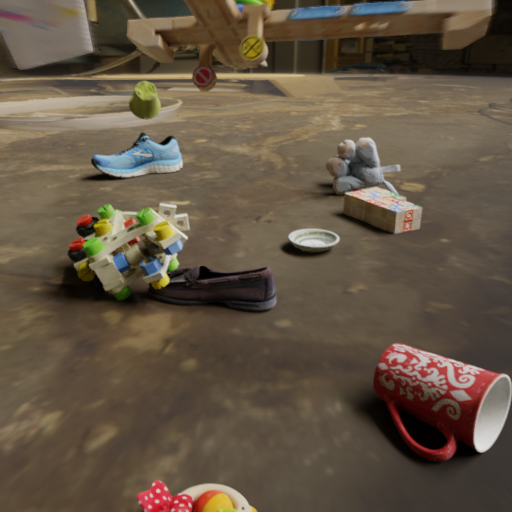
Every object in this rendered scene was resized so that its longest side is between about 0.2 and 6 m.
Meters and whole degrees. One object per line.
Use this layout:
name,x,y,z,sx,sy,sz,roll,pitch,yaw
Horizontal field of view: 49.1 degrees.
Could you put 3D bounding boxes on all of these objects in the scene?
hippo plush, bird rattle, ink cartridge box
hippo plush,2.331,-2.132,12.725,1.612,1.284,1.296,-1,23,0
bird rattle,-0.418,1.936,4.116,0.896,0.505,0.731,4,7,45
ink cartridge box,-1.442,-1.741,3.580,0.519,0.829,0.533,-23,62,-19

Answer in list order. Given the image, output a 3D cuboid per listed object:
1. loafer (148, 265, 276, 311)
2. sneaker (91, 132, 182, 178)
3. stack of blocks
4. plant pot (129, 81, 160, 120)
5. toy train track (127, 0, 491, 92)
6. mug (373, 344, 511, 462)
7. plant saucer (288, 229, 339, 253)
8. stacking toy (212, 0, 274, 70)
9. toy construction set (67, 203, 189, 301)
loafer,-0.607,0.329,7.627,1.819,0.573,0.654,6,23,13
sneaker,-3.032,-2.602,14.167,2.333,1.049,0.914,-13,26,-30
stack of blocks,2.485,-0.898,10.812,0.851,0.433,1.478,-12,25,-28
plant pot,-2.297,-3.268,11.592,0.659,0.659,0.606,-6,-15,-14
toy train track,0.480,-2.451,6.525,4.143,0.674,2.376,2,-4,14
mug,1.617,1.283,5.164,0.952,0.716,1.073,-17,25,-40
plant saucer,0.966,-0.222,9.455,0.855,0.215,0.855,1,23,0
stacking toy,-0.047,-3.861,8.807,0.754,1.767,0.754,26,-10,5
toy construction set,-1.792,-0.259,8.261,1.691,1.188,2.579,-24,14,4
